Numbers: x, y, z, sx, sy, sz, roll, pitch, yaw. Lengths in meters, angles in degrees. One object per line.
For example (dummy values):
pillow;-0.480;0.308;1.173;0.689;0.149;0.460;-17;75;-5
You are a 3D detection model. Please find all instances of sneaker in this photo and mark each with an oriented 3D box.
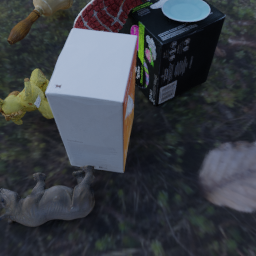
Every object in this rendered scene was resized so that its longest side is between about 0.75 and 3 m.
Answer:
sneaker;-0.340;-2.576;5.980;2.040;0.794;0.838;-43;34;-14

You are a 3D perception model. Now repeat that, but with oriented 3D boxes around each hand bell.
hand bell;-2.963;-3.573;8.918;1.316;1.316;2.528;22;66;14

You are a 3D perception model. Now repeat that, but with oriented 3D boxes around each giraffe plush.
giraffe plush;-2.429;-0.596;6.652;1.131;1.203;1.395;-21;17;12

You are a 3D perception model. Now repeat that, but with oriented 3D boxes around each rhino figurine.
rhino figurine;-1.745;1.446;5.667;2.289;0.684;1.001;-10;69;-1

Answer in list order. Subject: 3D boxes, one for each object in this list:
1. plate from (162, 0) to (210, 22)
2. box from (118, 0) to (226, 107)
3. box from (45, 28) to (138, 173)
plate;1.242;-2.532;6.050;1.035;0.132;1.035;-1;52;1
box;0.679;-2.511;7.493;1.833;2.190;2.949;-27;59;-16
box;-0.572;-0.410;5.794;1.280;2.626;1.633;8;57;5
